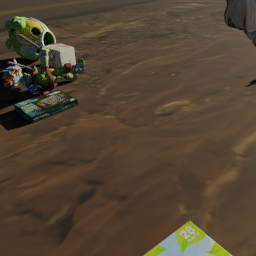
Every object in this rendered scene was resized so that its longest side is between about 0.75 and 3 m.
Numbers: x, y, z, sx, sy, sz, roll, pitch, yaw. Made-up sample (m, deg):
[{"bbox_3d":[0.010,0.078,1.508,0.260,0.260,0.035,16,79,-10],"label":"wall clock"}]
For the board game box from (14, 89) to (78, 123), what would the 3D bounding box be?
[{"bbox_3d":[-2.731,-0.777,9.407,1.743,0.245,1.179,-27,41,-35],"label":"board game box"}]

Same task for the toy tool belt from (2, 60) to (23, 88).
[{"bbox_3d":[-4.671,-2.201,11.166,0.783,0.770,1.253,1,32,1],"label":"toy tool belt"}]

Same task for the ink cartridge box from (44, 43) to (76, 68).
[{"bbox_3d":[-3.116,-3.286,12.798,1.201,0.869,0.873,23,39,32],"label":"ink cartridge box"}]

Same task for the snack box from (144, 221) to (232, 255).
[{"bbox_3d":[0.925,2.750,3.172,2.328,0.934,2.761,-24,38,-32],"label":"snack box"}]

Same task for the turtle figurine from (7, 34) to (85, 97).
[{"bbox_3d":[-2.992,-2.441,10.490,2.342,1.738,2.415,-11,52,-35],"label":"turtle figurine"}]

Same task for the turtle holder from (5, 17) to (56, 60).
[{"bbox_3d":[-4.497,-4.344,13.031,1.761,2.480,1.884,12,53,19],"label":"turtle holder"}]

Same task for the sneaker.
[{"bbox_3d":[2.710,-2.194,5.942,0.876,2.253,1.576,-39,36,-4],"label":"sneaker"}]
